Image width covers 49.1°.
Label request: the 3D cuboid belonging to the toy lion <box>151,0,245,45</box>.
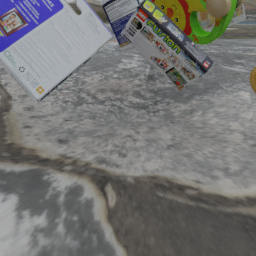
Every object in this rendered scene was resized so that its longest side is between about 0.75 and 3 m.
[{"bbox_3d":[1.662,-3.407,8.192,0.925,2.582,2.693,-36,70,-25],"label":"toy lion"}]

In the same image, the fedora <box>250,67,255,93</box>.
[{"bbox_3d":[3.300,-0.990,6.248,1.144,1.144,0.467,9,-14,18],"label":"fedora"}]

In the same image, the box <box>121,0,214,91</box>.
[{"bbox_3d":[0.924,-1.979,6.919,0.379,2.185,1.202,-51,8,-27],"label":"box"}]

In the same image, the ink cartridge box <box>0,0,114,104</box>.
[{"bbox_3d":[-1.953,-2.244,6.293,2.450,2.428,0.532,-45,14,-19],"label":"ink cartridge box"}]

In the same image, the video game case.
[{"bbox_3d":[2.801,-3.906,8.796,1.510,1.659,0.190,-20,32,11],"label":"video game case"}]

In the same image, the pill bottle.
[{"bbox_3d":[-0.082,-4.134,9.721,1.430,2.574,1.430,-23,17,7],"label":"pill bottle"}]
